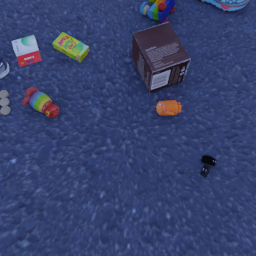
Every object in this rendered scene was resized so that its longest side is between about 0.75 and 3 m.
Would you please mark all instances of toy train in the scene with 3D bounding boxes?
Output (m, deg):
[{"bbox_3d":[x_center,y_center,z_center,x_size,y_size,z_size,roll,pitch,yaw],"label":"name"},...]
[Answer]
[{"bbox_3d":[1.612,-6.030,13.194,1.295,0.947,2.238,23,70,23],"label":"toy train"}]

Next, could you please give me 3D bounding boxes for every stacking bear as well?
[{"bbox_3d":[-3.386,-0.941,11.218,1.392,0.845,0.792,36,33,6],"label":"stacking bear"}]

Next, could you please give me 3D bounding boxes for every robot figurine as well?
[{"bbox_3d":[1.599,-0.800,11.223,1.039,0.606,0.747,-3,73,-1],"label":"robot figurine"}]

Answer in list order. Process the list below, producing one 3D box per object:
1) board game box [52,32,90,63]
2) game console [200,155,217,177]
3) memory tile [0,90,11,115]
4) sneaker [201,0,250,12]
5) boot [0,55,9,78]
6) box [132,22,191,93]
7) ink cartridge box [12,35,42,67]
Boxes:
[{"bbox_3d":[-2.523,-3.591,12.453,1.476,0.351,0.750,32,72,12],"label":"board game box"},{"bbox_3d":[2.928,1.418,10.448,0.538,0.110,0.912,19,56,25],"label":"game console"},{"bbox_3d":[-5.652,-0.905,11.520,1.554,0.130,1.191,-16,69,-6],"label":"memory tile"},{"bbox_3d":[4.312,-6.465,13.014,2.951,1.409,1.170,20,70,8],"label":"sneaker"},{"bbox_3d":[-6.277,-2.176,11.427,2.701,1.220,0.983,-41,74,-14],"label":"boot"},{"bbox_3d":[1.271,-2.847,11.463,1.636,1.653,1.993,-20,70,-8],"label":"box"},{"bbox_3d":[-4.505,-3.434,12.430,1.026,0.319,1.275,-19,68,-7],"label":"ink cartridge box"}]
